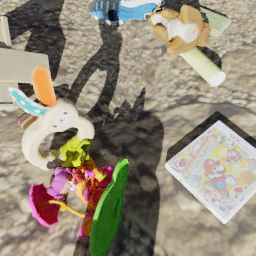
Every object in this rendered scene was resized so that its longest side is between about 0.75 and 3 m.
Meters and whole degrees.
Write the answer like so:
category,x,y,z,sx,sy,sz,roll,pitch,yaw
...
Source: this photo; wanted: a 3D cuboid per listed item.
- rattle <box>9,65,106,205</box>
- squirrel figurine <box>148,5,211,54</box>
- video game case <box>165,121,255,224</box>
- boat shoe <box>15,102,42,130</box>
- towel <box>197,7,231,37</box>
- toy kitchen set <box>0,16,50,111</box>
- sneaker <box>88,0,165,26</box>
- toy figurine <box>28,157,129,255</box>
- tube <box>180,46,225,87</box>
category,x,y,z,sx,sy,sz,roll,pitch,yaw
rattle,-1.313,0.352,5.643,1.711,2.628,1.878,-7,53,-13
squirrel figurine,1.632,-3.279,9.132,1.961,1.388,1.830,-6,30,-32
video game case,2.244,0.931,6.739,2.025,0.232,1.843,-35,62,-22
boat shoe,-2.463,-0.484,7.603,1.249,0.440,0.439,-37,66,-23
towel,2.818,-3.812,10.046,1.511,0.276,1.121,30,59,20
toy kitchen set,-3.830,-1.638,8.289,2.049,2.265,2.511,-6,85,-49
sneaker,-0.100,-4.467,10.214,2.718,1.019,1.178,-6,44,-9
toy figurine,-1.119,1.378,5.750,1.829,1.492,1.987,10,70,18
tube,2.220,-2.055,8.687,0.583,0.521,2.009,22,29,-41
